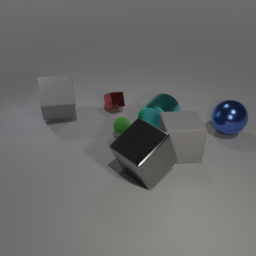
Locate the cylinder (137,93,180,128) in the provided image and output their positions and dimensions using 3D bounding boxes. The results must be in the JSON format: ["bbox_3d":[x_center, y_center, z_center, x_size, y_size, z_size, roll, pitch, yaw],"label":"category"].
[{"bbox_3d":[1.297,-0.538,11.619,1.400,1.400,1.400,14,34,22],"label":"cylinder"}]

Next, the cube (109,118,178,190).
[{"bbox_3d":[0.520,0.814,8.970,1.400,1.400,1.400,-44,47,-18],"label":"cube"}]

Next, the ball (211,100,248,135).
[{"bbox_3d":[4.079,-0.429,11.255,1.400,1.400,1.400,0,31,0],"label":"ball"}]

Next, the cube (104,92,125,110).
[{"bbox_3d":[-0.648,-1.292,13.232,0.700,0.700,0.700,-8,-1,-33],"label":"cube"}]

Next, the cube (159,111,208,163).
[{"bbox_3d":[1.919,0.315,10.206,1.400,1.400,1.400,-2,31,-4],"label":"cube"}]

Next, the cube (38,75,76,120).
[{"bbox_3d":[-3.077,-1.299,12.191,1.400,1.400,1.400,-6,70,-14],"label":"cube"}]

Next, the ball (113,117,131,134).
[{"bbox_3d":[-0.231,-0.093,11.127,0.700,0.700,0.700,0,31,0],"label":"ball"}]
